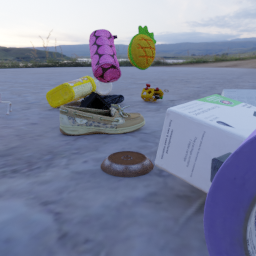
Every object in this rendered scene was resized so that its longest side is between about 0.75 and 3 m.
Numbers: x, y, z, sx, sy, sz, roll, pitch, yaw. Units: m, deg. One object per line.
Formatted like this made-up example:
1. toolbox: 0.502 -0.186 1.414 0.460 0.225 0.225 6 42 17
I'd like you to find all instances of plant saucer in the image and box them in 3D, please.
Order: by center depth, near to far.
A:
1. plant saucer: -0.019 0.795 6.616 1.263 0.231 1.263 1 16 0

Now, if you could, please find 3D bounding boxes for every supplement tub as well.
1. supplement tub: -1.713 -2.710 17.612 1.128 1.128 1.562 -6 17 -19

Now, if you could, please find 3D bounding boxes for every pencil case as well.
1. pencil case: -0.650 -2.093 8.179 0.872 0.900 1.921 -17 47 10

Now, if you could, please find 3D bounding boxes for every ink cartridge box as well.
1. ink cartridge box: 2.268 0.487 4.853 2.865 1.203 2.084 26 27 33

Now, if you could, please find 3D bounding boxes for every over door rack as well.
1. over door rack: -5.784 -0.894 11.470 1.598 0.720 2.163 -3 -5 -12

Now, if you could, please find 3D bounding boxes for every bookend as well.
1. bookend: -1.186 -0.456 10.213 1.236 1.228 0.569 -49 28 -6

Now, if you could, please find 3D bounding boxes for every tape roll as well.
1. tape roll: 1.920 0.873 2.381 2.305 2.305 0.979 11 19 34

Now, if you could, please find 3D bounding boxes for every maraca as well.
1. maraca: 0.588 -3.129 10.890 0.997 1.864 1.278 -3 -29 45

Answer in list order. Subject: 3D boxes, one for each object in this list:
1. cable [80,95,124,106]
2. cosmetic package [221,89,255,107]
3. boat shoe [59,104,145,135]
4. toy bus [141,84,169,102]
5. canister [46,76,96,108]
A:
1. cable: -1.215 -1.394 14.187 2.177 0.553 1.776 -1 10 13
2. cosmetic package: 4.696 -0.945 11.220 1.671 1.260 0.432 2 -29 4
3. boat shoe: -0.812 -0.338 9.403 2.920 0.915 1.070 -5 16 -16
4. toy bus: 1.334 -1.720 14.875 1.235 0.676 1.309 22 -16 -7
5. canister: -2.810 -1.817 14.009 1.671 0.974 2.250 -21 8 26
